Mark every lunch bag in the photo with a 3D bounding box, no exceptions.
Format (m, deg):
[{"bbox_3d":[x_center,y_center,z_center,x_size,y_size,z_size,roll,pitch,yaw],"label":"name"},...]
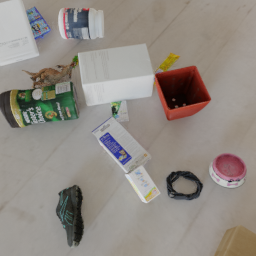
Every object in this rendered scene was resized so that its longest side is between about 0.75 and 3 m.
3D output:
[{"bbox_3d":[-4.557,-4.900,13.568,1.146,0.716,1.522,-35,81,-17],"label":"lunch bag"}]

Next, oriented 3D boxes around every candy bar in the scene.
[{"bbox_3d":[1.624,-2.709,12.629,0.511,0.227,2.051,32,68,19],"label":"candy bar"}]

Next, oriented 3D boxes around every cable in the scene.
[{"bbox_3d":[2.065,2.083,10.233,1.332,0.338,1.087,-2,58,1],"label":"cable"}]

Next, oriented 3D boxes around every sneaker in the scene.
[{"bbox_3d":[-1.992,3.025,9.585,0.828,0.788,2.089,-12,56,8],"label":"sneaker"}]

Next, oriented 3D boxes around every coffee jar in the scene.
[{"bbox_3d":[-3.439,-0.880,10.995,2.902,1.513,1.238,-9,55,-4],"label":"coffee jar"}]

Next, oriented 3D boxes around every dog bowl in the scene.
[{"bbox_3d":[3.625,1.474,10.092,1.333,0.491,1.333,-1,47,1],"label":"dog bowl"}]

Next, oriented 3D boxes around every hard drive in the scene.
[{"bbox_3d":[-5.399,-4.421,12.889,1.836,0.371,2.783,-18,85,-8],"label":"hard drive"}]

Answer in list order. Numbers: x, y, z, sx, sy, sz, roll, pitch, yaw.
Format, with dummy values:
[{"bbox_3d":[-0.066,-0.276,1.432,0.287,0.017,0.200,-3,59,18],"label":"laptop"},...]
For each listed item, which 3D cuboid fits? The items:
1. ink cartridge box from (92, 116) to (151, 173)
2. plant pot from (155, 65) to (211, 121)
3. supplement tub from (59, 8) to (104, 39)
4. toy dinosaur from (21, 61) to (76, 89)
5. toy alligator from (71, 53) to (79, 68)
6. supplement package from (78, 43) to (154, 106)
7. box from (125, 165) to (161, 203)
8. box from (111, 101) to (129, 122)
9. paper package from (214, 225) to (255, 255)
[{"bbox_3d":[-0.273,0.680,10.842,1.096,0.429,2.314,-39,72,-16],"label":"ink cartridge box"},{"bbox_3d":[2.040,-1.213,11.172,1.707,1.504,1.706,-13,64,-7],"label":"plant pot"},{"bbox_3d":[-2.140,-4.854,13.059,1.948,1.367,1.367,0,64,0],"label":"supplement tub"},{"bbox_3d":[-3.323,-2.289,12.076,2.291,0.983,1.553,13,56,20],"label":"toy dinosaur"},{"bbox_3d":[-2.401,-3.178,12.849,0.273,0.250,0.920,9,64,4],"label":"toy alligator"},{"bbox_3d":[-0.483,-2.169,11.557,2.807,1.647,1.641,-9,64,-4],"label":"supplement package"},{"bbox_3d":[0.506,1.964,9.869,0.606,0.673,1.196,-33,88,-15],"label":"box"},{"bbox_3d":[-0.343,-0.692,11.659,0.664,0.167,0.920,-8,63,-4],"label":"box"},{"bbox_3d":[3.666,4.506,8.518,2.147,1.165,2.253,30,67,14],"label":"paper package"}]
